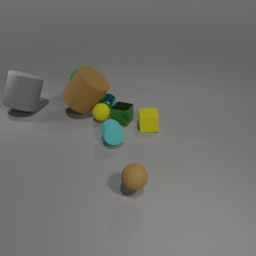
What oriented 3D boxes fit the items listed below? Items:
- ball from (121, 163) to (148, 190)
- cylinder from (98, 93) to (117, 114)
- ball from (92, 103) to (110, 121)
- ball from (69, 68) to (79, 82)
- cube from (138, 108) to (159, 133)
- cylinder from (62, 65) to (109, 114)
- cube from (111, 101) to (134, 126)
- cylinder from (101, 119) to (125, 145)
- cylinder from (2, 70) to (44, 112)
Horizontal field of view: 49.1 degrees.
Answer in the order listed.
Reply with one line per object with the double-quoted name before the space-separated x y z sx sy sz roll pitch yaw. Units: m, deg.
"ball" 0.168 1.264 7.278 0.700 0.700 0.700 0 30 0
"cylinder" -0.892 -0.999 11.857 0.700 0.700 0.700 6 36 10
"ball" -1.065 -0.635 11.164 0.700 0.700 0.700 0 30 0
"ball" -2.054 -2.172 13.223 1.400 1.400 1.400 0 30 0
"cube" 0.777 -0.303 10.687 0.700 0.700 0.700 -3 30 0
"cylinder" -1.698 -1.532 11.252 1.400 1.400 1.400 31 31 -22
"cube" -0.229 -0.574 11.188 0.700 0.700 0.700 12 32 20
"cylinder" -0.538 0.136 9.621 0.700 0.700 0.700 -8 22 -13
"cylinder" -4.390 -1.547 11.744 1.400 1.400 1.400 16 11 -3
